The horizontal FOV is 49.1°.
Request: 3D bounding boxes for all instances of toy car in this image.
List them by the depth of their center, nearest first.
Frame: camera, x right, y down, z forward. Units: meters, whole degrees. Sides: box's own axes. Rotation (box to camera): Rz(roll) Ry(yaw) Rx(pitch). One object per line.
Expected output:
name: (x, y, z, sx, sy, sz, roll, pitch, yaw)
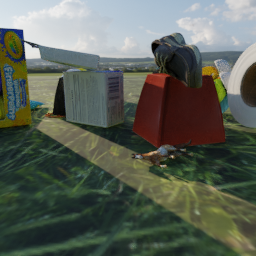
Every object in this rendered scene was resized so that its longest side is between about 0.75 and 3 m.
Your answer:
toy car: (3.380, -1.434, 11.165, 1.988, 1.703, 2.271, -27, 33, 23)

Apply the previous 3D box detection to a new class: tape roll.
tape roll: (4.107, -1.082, 7.605, 1.613, 2.349, 2.349, 5, 11, -19)

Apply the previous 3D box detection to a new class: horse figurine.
horse figurine: (0.774, 0.524, 5.665, 1.209, 0.302, 0.801, -20, 15, -37)

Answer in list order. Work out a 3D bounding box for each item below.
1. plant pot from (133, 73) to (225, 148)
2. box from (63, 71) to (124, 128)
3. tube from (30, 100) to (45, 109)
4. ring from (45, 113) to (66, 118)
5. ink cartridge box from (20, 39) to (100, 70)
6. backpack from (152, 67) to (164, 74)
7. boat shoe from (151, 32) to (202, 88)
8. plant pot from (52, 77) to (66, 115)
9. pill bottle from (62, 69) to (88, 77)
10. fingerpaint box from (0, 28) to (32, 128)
plant pot: (1.326, -0.595, 7.509, 1.919, 1.691, 1.917, -4, 14, -19)
box: (-1.130, -1.023, 9.254, 1.877, 1.727, 0.985, 9, 18, 35)
tube: (-4.377, -0.994, 11.957, 0.894, 0.582, 2.308, 9, 9, 3)
ring: (-2.687, -0.538, 10.832, 1.022, 0.098, 1.022, 1, 13, 0)
ink cartridge box: (-2.084, -2.238, 8.844, 2.232, 0.453, 2.228, 9, 9, -11)
backpack: (1.348, -1.145, 9.634, 1.649, 1.891, 2.151, 14, 9, -15)
boat shoe: (1.008, -1.455, 6.232, 0.847, 0.861, 2.311, -11, 31, 0)
plant pot: (-2.105, -1.324, 11.223, 1.610, 1.428, 1.606, 1, 13, -6)
pill bottle: (-2.909, -2.548, 16.047, 1.667, 1.667, 2.966, 0, 13, 2)
fingerpaint box: (-4.373, -1.466, 8.410, 2.474, 2.966, 1.088, -9, 15, -35)
